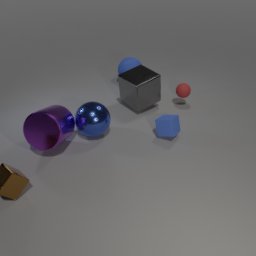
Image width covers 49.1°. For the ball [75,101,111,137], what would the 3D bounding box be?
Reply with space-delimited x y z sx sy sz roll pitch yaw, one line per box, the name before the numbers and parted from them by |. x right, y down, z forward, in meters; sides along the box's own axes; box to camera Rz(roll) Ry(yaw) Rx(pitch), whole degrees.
ball | -1.374 -0.336 10.922 1.400 1.400 1.400 0 32 0

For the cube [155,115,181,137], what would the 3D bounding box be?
cube | 1.565 -0.094 10.956 0.700 0.700 0.700 1 19 35

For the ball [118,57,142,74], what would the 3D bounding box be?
ball | 0.134 -3.195 15.485 1.400 1.400 1.400 0 32 0

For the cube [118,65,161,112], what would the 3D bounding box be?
cube | 0.536 -1.831 12.816 1.400 1.400 1.400 -29 46 -24

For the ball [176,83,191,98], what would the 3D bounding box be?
ball | 2.591 -1.756 13.123 0.700 0.700 0.700 0 32 0

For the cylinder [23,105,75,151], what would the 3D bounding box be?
cylinder | -2.810 -0.043 10.127 1.400 1.400 1.400 5 15 8

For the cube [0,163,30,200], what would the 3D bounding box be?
cube | -3.494 1.569 8.227 0.700 0.700 0.700 26 77 39
